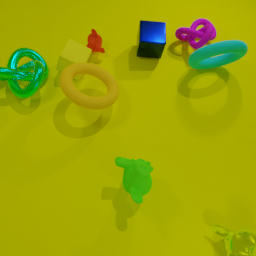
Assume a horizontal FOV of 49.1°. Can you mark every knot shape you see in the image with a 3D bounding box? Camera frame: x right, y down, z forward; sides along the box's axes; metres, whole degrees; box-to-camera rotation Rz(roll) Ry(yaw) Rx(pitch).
[{"bbox_3d":[-3.316,-1.707,8.884,2.001,0.925,1.872,-28,50,-28],"label":"knot shape"},{"bbox_3d":[2.370,-3.350,9.939,1.398,0.690,1.494,3,38,23],"label":"knot shape"}]

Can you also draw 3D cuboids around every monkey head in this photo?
[{"bbox_3d":[0.091,1.209,6.997,1.075,1.494,0.900,17,103,-12],"label":"monkey head"},{"bbox_3d":[-1.070,-2.966,9.794,0.744,1.035,0.623,20,79,12],"label":"monkey head"},{"bbox_3d":[2.845,2.708,6.411,1.735,1.248,1.045,17,37,4],"label":"monkey head"}]

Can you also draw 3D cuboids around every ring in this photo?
[{"bbox_3d":[2.859,-2.317,8.985,1.841,1.841,0.368,-9,85,-5],"label":"ring"},{"bbox_3d":[-1.117,-1.267,8.303,1.793,0.359,1.793,14,48,-16],"label":"ring"}]

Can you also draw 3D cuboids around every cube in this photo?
[{"bbox_3d":[0.785,-3.042,9.674,0.888,0.888,0.888,3,70,-4],"label":"cube"},{"bbox_3d":[-1.808,-2.270,9.324,0.824,0.824,0.824,25,60,-12],"label":"cube"}]
